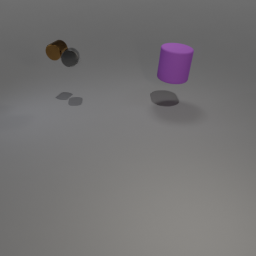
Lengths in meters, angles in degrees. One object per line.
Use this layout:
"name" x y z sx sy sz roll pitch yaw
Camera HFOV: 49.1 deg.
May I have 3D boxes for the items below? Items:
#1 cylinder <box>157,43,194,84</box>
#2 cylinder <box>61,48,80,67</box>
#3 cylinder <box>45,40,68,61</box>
"cylinder" 2.052 -2.836 12.284 1.400 1.400 1.400 4 34 -2
"cylinder" -2.354 -2.902 11.510 0.700 0.700 0.700 -2 24 -4
"cylinder" -3.032 -3.323 11.940 0.700 0.700 0.700 9 35 15
